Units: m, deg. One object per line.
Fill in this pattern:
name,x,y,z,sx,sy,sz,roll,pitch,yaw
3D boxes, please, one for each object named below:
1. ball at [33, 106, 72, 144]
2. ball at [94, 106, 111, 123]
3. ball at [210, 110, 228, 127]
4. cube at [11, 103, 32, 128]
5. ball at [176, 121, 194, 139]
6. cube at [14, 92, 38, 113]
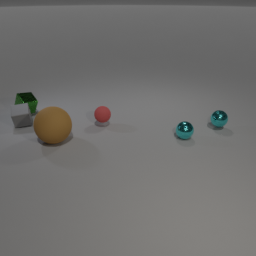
ball,-2.812,-0.110,10.505,1.400,1.400,1.400,0,27,0
ball,-1.066,-0.572,11.738,0.700,0.700,0.700,0,27,0
ball,3.764,-0.385,11.556,0.700,0.700,0.700,0,27,0
cube,-4.488,-0.525,11.802,0.700,0.700,0.700,-11,48,-13
ball,2.205,0.086,10.880,0.700,0.700,0.700,0,27,0
cube,-4.564,-1.108,12.549,0.700,0.700,0.700,-14,52,-44
